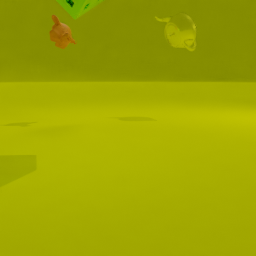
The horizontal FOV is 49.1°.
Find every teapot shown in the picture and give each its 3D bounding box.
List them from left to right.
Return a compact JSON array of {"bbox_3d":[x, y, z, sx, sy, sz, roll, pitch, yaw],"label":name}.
[{"bbox_3d":[1.815,-3.556,10.298,0.989,2.020,1.256,-29,-22,-20],"label":"teapot"}]

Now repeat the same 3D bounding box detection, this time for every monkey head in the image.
[{"bbox_3d":[-2.068,-3.052,9.095,0.870,0.729,1.209,1,-34,34],"label":"monkey head"}]

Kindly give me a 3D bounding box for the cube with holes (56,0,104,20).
[{"bbox_3d":[-0.699,-2.852,4.447,1.267,1.267,1.267,-52,10,-36],"label":"cube with holes"}]
